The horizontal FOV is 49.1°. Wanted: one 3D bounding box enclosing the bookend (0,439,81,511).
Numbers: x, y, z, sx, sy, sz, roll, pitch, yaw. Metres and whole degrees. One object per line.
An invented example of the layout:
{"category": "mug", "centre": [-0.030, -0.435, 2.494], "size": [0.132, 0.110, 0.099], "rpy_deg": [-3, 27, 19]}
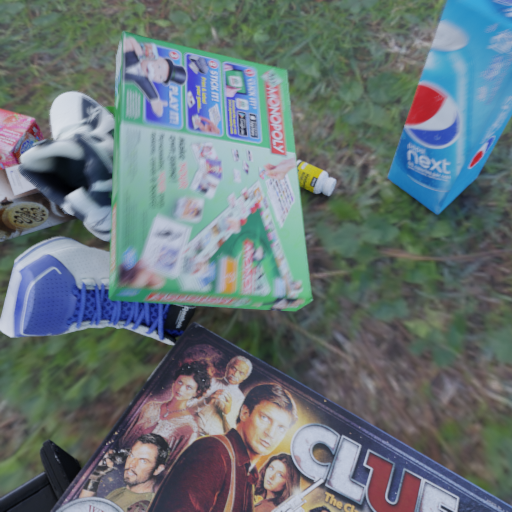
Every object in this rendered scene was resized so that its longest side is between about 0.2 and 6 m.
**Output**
{"category": "bookend", "centre": [-2.563, 3.647, 5.688], "size": [2.386, 1.106, 2.401], "rpy_deg": [-28, 63, -16]}

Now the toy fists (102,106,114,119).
{"category": "toy fists", "centre": [-1.255, -0.648, 7.966], "size": [3.313, 1.689, 1.139], "rpy_deg": [39, 78, 21]}

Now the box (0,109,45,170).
{"category": "box", "centre": [-4.374, -1.910, 9.191], "size": [1.639, 0.817, 0.783], "rpy_deg": [16, 60, 10]}

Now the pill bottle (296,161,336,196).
{"category": "pill bottle", "centre": [0.919, -1.238, 9.044], "size": [0.696, 0.387, 0.387], "rpy_deg": [26, 62, 14]}

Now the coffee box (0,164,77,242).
{"category": "coffee box", "centre": [-3.505, -0.857, 8.509], "size": [1.602, 0.905, 0.639], "rpy_deg": [-19, 62, -10]}

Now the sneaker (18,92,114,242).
{"category": "sneaker", "centre": [-2.201, -1.302, 6.657], "size": [0.904, 1.474, 2.265], "rpy_deg": [-23, 71, 9]}

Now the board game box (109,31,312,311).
{"category": "board game box", "centre": [-0.552, -1.000, 6.554], "size": [2.172, 0.470, 3.228], "rpy_deg": [6, 65, -23]}

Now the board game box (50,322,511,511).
{"category": "board game box", "centre": [0.440, 2.950, 5.539], "size": [4.473, 0.774, 3.030], "rpy_deg": [29, 49, 7]}

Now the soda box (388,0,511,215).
{"category": "soda box", "centre": [2.900, -2.128, 7.758], "size": [1.138, 3.356, 1.077], "rpy_deg": [-40, 67, -21]}

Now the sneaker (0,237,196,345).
{"category": "sneaker", "centre": [-1.540, 0.456, 6.614], "size": [1.457, 2.524, 1.020], "rpy_deg": [19, 101, 22]}
